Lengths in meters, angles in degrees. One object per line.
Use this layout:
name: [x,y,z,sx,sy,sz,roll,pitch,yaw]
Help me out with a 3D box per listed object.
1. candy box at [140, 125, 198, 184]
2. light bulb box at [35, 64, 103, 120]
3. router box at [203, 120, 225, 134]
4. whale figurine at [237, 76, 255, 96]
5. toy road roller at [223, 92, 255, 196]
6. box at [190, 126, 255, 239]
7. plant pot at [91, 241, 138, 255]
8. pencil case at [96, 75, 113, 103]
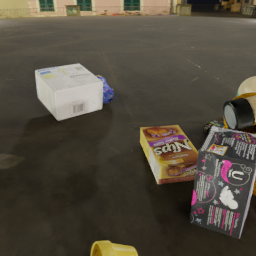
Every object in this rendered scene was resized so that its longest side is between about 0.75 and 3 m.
candy box: [1.237,0.693,8.381,1.314,0.636,2.251,-4,30,-10]
light bulb box: [-2.465,-1.590,11.700,2.102,1.324,2.121,-17,40,-31]
router box: [3.236,0.066,9.950,0.682,0.283,0.910,-24,36,-38]
whale figurine: [5.515,-0.923,11.119,1.992,1.299,2.504,-37,64,-25]
toy road roller: [3.675,0.416,7.606,1.800,2.929,2.138,-15,-15,-3]
box: [2.132,1.136,6.095,1.111,1.937,1.280,14,30,24]
plant pot: [-0.228,2.413,5.031,0.717,0.762,0.762,4,24,-24]
pencil case: [-1.230,-1.829,13.021,0.864,0.776,1.989,-27,32,-4]
